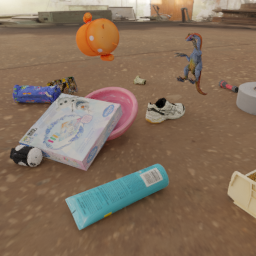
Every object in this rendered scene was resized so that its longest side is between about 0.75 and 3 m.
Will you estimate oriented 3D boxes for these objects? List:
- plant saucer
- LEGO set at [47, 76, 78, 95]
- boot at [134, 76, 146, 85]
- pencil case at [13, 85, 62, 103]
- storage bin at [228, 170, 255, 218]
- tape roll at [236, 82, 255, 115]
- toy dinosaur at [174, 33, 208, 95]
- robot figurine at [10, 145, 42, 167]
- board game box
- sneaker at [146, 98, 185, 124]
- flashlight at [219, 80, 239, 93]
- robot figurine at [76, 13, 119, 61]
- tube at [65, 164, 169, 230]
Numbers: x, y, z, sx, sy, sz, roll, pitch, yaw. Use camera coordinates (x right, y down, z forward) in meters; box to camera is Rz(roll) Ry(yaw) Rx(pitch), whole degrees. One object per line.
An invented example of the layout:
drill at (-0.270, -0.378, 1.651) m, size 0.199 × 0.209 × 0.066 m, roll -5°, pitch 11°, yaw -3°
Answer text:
plant saucer at (-0.832, -0.461, 10.602) m, size 2.575 × 0.653 × 2.575 m, roll -10°, pitch 48°, yaw 11°
LEGO set at (-3.404, -2.051, 14.735) m, size 1.594 × 0.924 × 1.226 m, roll -20°, pitch 3°, yaw -44°
boot at (0.769, -2.810, 16.531) m, size 0.689 × 0.321 × 0.891 m, roll 8°, pitch 33°, yaw 18°
pencil case at (-4.373, -1.624, 13.492) m, size 2.304 × 0.899 × 1.001 m, roll 1°, pitch 15°, yaw 4°
storage bin at (4.050, 1.564, 7.059) m, size 2.114 × 0.990 × 2.098 m, roll -17°, pitch 32°, yaw -29°
tape roll at (6.472, -1.354, 13.011) m, size 2.623 × 0.867 × 2.623 m, roll 0°, pitch 27°, yaw 0°
toy dinosaur at (1.516, -1.583, 6.533) m, size 0.661 × 1.259 × 1.143 m, roll 12°, pitch 70°, yaw 47°
robot figurine at (-3.209, 0.887, 8.835) m, size 1.007 × 0.628 × 0.757 m, roll 8°, pitch 34°, yaw 15°
board game box at (-1.903, -0.008, 9.689) m, size 2.602 × 0.567 × 2.615 m, roll 12°, pitch 51°, yaw 25°
sneaker at (1.698, -0.868, 11.986) m, size 2.131 × 0.934 × 0.806 m, roll -18°, pitch 30°, yaw -35°
flashlight at (5.545, -2.308, 15.429) m, size 0.416 × 0.417 × 1.227 m, roll -12°, pitch 28°, yaw -21°
robot figurine at (-1.062, -3.089, 9.615) m, size 1.181 × 1.456 × 2.025 m, roll 1°, pitch 9°, yaw -31°
tube at (-0.199, 1.687, 7.287) m, size 2.665 × 0.672 × 1.032 m, roll -18°, pitch 33°, yaw -23°
